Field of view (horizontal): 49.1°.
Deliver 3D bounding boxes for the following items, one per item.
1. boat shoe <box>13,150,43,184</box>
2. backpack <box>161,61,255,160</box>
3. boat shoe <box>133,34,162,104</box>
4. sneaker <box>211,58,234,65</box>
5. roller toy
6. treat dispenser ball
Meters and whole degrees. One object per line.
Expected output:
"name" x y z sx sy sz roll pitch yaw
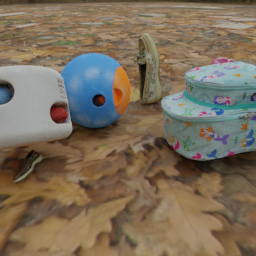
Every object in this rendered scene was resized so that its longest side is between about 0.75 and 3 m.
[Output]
"boat shoe" -2.437 0.873 6.606 0.406 0.407 1.099 -30 15 18
"backpack" 2.390 -0.442 7.252 2.985 2.247 2.650 -16 24 -5
"boat shoe" 0.651 -2.086 9.970 0.766 2.445 0.896 -13 8 -15
"sneaker" 3.787 -1.904 10.467 2.417 0.892 1.057 20 9 -31
"roller toy" -2.507 -0.460 6.429 2.517 1.759 2.296 -10 0 -37
"treat dispenser ball" -1.020 -1.112 8.455 2.209 2.209 2.209 0 29 0
